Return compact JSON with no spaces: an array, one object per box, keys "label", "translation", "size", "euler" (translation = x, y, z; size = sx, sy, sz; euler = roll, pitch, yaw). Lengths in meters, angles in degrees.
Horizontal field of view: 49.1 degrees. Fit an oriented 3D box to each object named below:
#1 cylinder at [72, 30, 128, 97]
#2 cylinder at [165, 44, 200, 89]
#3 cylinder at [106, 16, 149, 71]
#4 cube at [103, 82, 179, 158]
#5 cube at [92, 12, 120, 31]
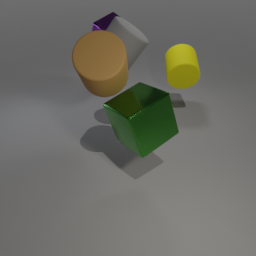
[{"label":"cylinder","translation":[-0.712,-1.719,7.751],"size":[1.400,1.400,1.400],"euler":[1,-11,3]},{"label":"cylinder","translation":[2.339,-2.667,12.176],"size":[1.400,1.400,1.400],"euler":[0,51,1]},{"label":"cylinder","translation":[-0.246,-2.772,9.523],"size":[1.400,1.400,1.400],"euler":[31,27,-18]},{"label":"cube","translation":[0.381,-0.274,8.051],"size":[1.400,1.400,1.400],"euler":[-33,35,-19]},{"label":"cube","translation":[-0.739,-4.191,12.967],"size":[1.400,1.400,1.400],"euler":[39,57,11]}]
